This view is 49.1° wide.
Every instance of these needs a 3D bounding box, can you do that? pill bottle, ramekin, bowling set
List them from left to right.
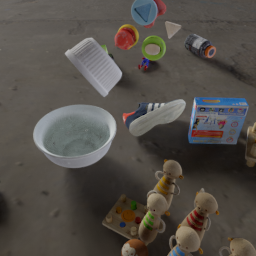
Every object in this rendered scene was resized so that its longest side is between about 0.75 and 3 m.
[{"bbox_3d":[-0.994,-1.923,8.665,0.939,1.789,1.789,-42,46,3],"label":"ramekin"},{"bbox_3d":[0.985,2.164,5.843,2.055,1.585,2.953,-11,38,-39],"label":"bowling set"},{"bbox_3d":[3.762,-4.204,14.510,0.875,0.875,1.647,-21,44,-24],"label":"pill bottle"}]

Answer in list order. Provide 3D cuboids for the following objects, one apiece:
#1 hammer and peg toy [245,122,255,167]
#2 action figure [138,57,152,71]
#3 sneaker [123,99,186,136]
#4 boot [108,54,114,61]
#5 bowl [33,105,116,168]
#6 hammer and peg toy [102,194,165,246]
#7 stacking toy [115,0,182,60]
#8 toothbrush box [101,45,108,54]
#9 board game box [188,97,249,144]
[{"bbox_3d":[4.858,0.696,8.592,2.321,0.819,1.707,14,40,16],"label":"hammer and peg toy"},{"bbox_3d":[0.927,-3.345,13.888,0.494,0.390,1.510,10,38,15],"label":"action figure"},{"bbox_3d":[0.920,-0.629,10.106,2.450,0.918,1.035,-22,48,-24],"label":"sneaker"},{"bbox_3d":[-1.221,-3.508,14.129,0.741,0.393,1.125,-28,40,-20],"label":"boot"},{"bbox_3d":[-1.572,0.408,8.691,2.477,1.113,2.477,0,40,0],"label":"bowl"},{"bbox_3d":[0.173,2.295,6.884,1.378,0.486,1.013,21,44,23],"label":"hammer and peg toy"},{"bbox_3d":[0.539,-2.833,8.319,1.614,1.782,0.753,37,35,-2],"label":"stacking toy"},{"bbox_3d":[-1.385,-3.443,13.600,0.829,0.490,1.138,-13,52,5],"label":"toothbrush box"},{"bbox_3d":[2.863,-0.208,9.083,1.604,1.570,0.448,2,39,1],"label":"board game box"}]
